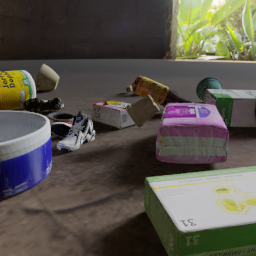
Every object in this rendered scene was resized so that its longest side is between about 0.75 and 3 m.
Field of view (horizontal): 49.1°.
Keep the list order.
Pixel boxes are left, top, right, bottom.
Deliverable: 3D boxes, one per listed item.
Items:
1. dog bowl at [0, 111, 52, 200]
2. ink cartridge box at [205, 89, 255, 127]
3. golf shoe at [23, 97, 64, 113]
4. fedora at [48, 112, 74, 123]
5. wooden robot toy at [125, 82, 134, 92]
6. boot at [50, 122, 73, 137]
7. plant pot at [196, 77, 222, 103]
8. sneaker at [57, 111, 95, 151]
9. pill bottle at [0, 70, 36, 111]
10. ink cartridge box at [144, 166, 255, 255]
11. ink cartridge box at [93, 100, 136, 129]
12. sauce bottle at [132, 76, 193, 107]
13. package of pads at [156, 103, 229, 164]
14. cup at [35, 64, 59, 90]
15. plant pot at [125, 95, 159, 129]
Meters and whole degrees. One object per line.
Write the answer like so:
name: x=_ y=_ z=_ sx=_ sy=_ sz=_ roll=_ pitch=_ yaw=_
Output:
dog bowl: x=-3.109 y=0.478 z=6.061 sx=2.828 sy=1.114 sz=2.828 roll=0 pitch=18 yaw=0
ink cartridge box: x=4.217 y=-0.748 z=10.139 sx=2.513 sy=1.044 sz=1.842 roll=2 pitch=17 yaw=5
golf shoe: x=-3.508 y=-0.890 z=11.692 sx=1.630 sy=0.629 sz=0.718 roll=-1 pitch=-8 yaw=2
fedora: x=-2.191 y=-0.206 z=9.433 sx=0.974 sy=0.440 sz=0.861 roll=11 pitch=21 yaw=21
wooden robot toy: x=0.682 y=-2.197 z=15.483 sx=1.863 sy=0.821 sz=0.845 roll=5 pitch=29 yaw=18
boot: x=-1.860 y=-0.028 z=8.918 sx=1.222 sy=0.442 sz=0.881 roll=4 pitch=15 yaw=-13
plant pot: x=3.836 y=-1.579 z=12.842 sx=1.220 sy=1.220 sz=1.195 roll=1 pitch=25 yaw=3
sneaker: x=-1.456 y=0.026 z=7.831 sx=0.577 sy=0.941 sz=1.447 roll=11 pitch=20 yaw=34
pill bottle: x=-5.435 y=-1.430 z=11.326 sx=1.654 sy=1.654 sz=2.933 roll=16 pitch=23 yaw=41
ink cartridge box: x=1.629 y=1.476 z=3.630 sx=2.178 sy=0.718 sz=2.993 roll=-3 pitch=16 yaw=-12
ink cartridge box: x=-0.278 y=-0.562 z=10.210 sx=1.366 sy=0.653 sz=1.556 roll=-15 pitch=22 yaw=-41
sauce bottle: x=1.426 y=-1.355 z=11.518 sx=2.561 sy=0.845 sz=0.845 roll=25 pitch=25 yaw=20
package of pads: x=1.678 y=0.047 z=7.590 sx=1.642 sy=1.031 sz=2.725 roll=3 pitch=17 yaw=10
cup: x=-4.741 y=-2.863 z=16.657 sx=1.112 sy=1.555 sz=1.555 roll=21 pitch=14 yaw=-11
plant pot: x=0.442 y=-0.518 z=7.923 sx=0.748 sy=0.817 sz=0.817 roll=-35 pitch=14 yaw=10
